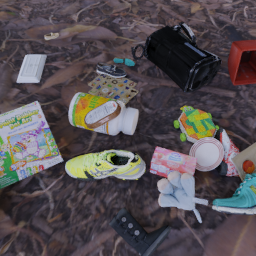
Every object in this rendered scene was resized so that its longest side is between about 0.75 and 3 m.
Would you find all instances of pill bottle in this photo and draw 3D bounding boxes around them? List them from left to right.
[{"bbox_3d":[-0.903,-0.491,10.858,2.456,1.364,1.364,13,53,10],"label":"pill bottle"}]

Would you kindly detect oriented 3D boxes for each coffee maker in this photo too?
[{"bbox_3d":[2.198,-2.993,12.648,2.841,1.993,2.958,-35,58,-7],"label":"coffee maker"}]

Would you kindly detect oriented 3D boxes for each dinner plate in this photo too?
[{"bbox_3d":[2.854,0.957,10.170,1.287,0.156,1.287,-18,57,31],"label":"dinner plate"}]

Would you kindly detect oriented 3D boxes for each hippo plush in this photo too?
[{"bbox_3d":[1.711,1.932,8.723,1.541,1.239,1.227,18,93,14],"label":"hippo plush"}]

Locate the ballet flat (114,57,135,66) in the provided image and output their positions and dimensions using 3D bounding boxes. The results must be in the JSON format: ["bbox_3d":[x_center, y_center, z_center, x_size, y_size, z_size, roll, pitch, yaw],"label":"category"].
[{"bbox_3d":[-0.142,-3.302,13.760,1.115,0.378,0.403,9,34,12],"label":"ballet flat"}]

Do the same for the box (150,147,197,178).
[{"bbox_3d":[1.585,1.308,9.846,1.495,0.767,0.708,15,54,12],"label":"box"}]

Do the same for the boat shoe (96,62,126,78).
[{"bbox_3d":[-0.785,-2.759,13.157,1.470,0.443,0.543,17,48,14],"label":"boat shoe"}]

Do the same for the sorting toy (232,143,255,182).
[{"bbox_3d":[4.715,1.288,9.735,2.088,0.280,1.556,-27,90,-20],"label":"sorting toy"}]

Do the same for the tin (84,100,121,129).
[{"bbox_3d":[-0.900,-0.474,9.815,1.392,0.291,0.779,-29,48,3],"label":"tin"}]

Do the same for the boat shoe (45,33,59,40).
[{"bbox_3d":[-4.099,-4.975,15.063,0.798,0.276,0.294,-26,56,-19],"label":"boat shoe"}]

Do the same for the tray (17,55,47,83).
[{"bbox_3d":[-4.646,-2.952,13.521,1.089,0.225,2.028,0,52,-1],"label":"tray"}]

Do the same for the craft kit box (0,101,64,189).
[{"bbox_3d":[-3.658,0.562,9.393,2.303,2.274,0.559,-25,22,-16],"label":"craft kit box"}]

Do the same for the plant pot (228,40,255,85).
[{"bbox_3d":[5.512,-3.158,12.869,1.727,1.726,1.522,-6,41,-5],"label":"plant pot"}]

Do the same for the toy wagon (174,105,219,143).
[{"bbox_3d":[2.661,-0.238,11.285,1.555,0.397,2.004,-13,53,-10],"label":"toy wagon"}]

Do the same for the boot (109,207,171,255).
[{"bbox_3d":[0.372,3.056,8.692,1.564,0.513,1.289,35,58,29],"label":"boot"}]

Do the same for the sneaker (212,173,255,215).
[{"bbox_3d":[3.894,2.044,8.907,2.885,1.118,1.149,-11,84,-19],"label":"sneaker"}]

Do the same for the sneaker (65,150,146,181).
[{"bbox_3d":[-0.851,1.147,9.628,2.849,1.088,1.074,-5,52,12],"label":"sneaker"}]

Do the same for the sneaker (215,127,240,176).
[{"bbox_3d":[3.818,0.890,10.268,1.041,0.649,1.942,7,54,2],"label":"sneaker"}]

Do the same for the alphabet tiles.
[{"bbox_3d":[-0.676,-1.808,12.722,2.130,0.067,1.772,30,57,22],"label":"alphabet tiles"}]
